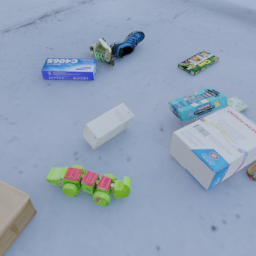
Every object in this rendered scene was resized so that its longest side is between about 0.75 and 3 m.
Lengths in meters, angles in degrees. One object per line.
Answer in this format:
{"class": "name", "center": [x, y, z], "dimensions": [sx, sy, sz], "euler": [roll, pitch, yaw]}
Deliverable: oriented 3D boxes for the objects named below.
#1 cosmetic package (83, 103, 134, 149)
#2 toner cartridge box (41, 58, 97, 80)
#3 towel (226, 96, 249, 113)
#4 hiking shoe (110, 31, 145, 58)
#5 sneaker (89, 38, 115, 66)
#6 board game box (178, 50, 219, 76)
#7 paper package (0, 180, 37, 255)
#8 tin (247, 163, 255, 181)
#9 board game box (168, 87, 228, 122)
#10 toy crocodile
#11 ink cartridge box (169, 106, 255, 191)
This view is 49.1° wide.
{"class": "cosmetic package", "center": [-0.742, -0.076, 10.732], "dimensions": [1.835, 0.987, 0.778], "euler": [-32, 76, -31]}
{"class": "toner cartridge box", "center": [-2.913, -2.972, 14.071], "dimensions": [2.551, 0.551, 1.212], "euler": [1, 45, 1]}
{"class": "towel", "center": [4.764, -1.017, 12.376], "dimensions": [0.776, 0.218, 0.907], "euler": [-22, 49, -21]}
{"class": "hiking shoe", "center": [0.145, -4.521, 15.469], "dimensions": [2.346, 0.873, 1.017], "euler": [-37, 56, -17]}
{"class": "sneaker", "center": [-1.437, -3.873, 14.872], "dimensions": [1.097, 0.952, 2.476], "euler": [-22, 42, -6]}
{"class": "board game box", "center": [3.738, -3.461, 14.795], "dimensions": [2.103, 0.247, 1.102], "euler": [-33, 56, -28]}
{"class": "paper package", "center": [-4.035, 2.632, 8.202], "dimensions": [1.860, 1.010, 1.952], "euler": [20, 50, 19]}
{"class": "tin", "center": [4.635, 1.502, 9.906], "dimensions": [0.987, 0.207, 0.552], "euler": [-27, 55, -24]}
{"class": "board game box", "center": [2.762, -0.968, 11.234], "dimensions": [1.896, 0.445, 1.431], "euler": [-20, 25, -3]}
{"class": "toy crocodile", "center": [-1.292, 1.758, 9.155], "dimensions": [2.872, 0.887, 0.969], "euler": [12, 46, 12]}
{"class": "ink cartridge box", "center": [3.265, 0.610, 10.032], "dimensions": [2.847, 1.205, 2.058], "euler": [-24, 50, -23]}
